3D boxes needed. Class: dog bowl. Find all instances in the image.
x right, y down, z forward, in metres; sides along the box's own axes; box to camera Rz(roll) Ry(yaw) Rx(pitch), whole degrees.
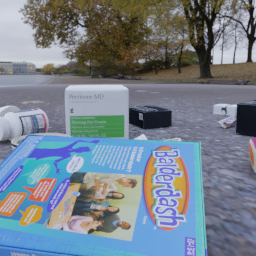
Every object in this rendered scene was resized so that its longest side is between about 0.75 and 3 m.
[{"bbox_3d":[-2.178,0.543,7.167,1.501,0.553,1.501,1,11,0],"label":"dog bowl"}]

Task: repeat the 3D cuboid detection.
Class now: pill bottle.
[{"bbox_3d":[-3.528,-0.077,9.161,0.964,0.964,1.613,9,14,37],"label":"pill bottle"}]

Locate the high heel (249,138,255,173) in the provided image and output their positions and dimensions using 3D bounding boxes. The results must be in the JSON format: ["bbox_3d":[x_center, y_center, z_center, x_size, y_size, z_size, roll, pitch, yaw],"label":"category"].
[{"bbox_3d":[3.192,0.692,5.794,0.999,0.701,2.083,-8,15,11],"label":"high heel"}]

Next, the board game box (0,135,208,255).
[{"bbox_3d":[-0.469,0.916,3.626,2.818,0.634,2.143,2,30,12],"label":"board game box"}]

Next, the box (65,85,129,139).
[{"bbox_3d":[-1.041,-0.561,9.566,2.020,1.739,2.030,-1,12,-7],"label":"box"}]

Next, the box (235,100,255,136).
[{"bbox_3d":[5.608,-0.299,9.731,2.976,1.174,2.101,10,17,41],"label":"box"}]

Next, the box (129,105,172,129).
[{"bbox_3d":[0.834,-0.504,11.873,1.304,0.729,1.847,-8,13,-21],"label":"box"}]

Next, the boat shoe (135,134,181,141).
[{"bbox_3d":[0.341,0.502,6.939,2.055,0.712,0.727,-2,12,-9],"label":"boat shoe"}]

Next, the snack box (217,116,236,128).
[{"bbox_3d":[4.125,-0.247,11.453,1.065,0.129,0.383,-18,41,-37],"label":"snack box"}]

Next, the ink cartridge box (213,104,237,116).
[{"bbox_3d":[5.213,-0.950,14.605,1.209,0.506,0.877,11,16,44],"label":"ink cartridge box"}]

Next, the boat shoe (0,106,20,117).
[{"bbox_3d":[-4.678,-0.069,9.408,1.015,1.067,2.964,3,21,10],"label":"boat shoe"}]
